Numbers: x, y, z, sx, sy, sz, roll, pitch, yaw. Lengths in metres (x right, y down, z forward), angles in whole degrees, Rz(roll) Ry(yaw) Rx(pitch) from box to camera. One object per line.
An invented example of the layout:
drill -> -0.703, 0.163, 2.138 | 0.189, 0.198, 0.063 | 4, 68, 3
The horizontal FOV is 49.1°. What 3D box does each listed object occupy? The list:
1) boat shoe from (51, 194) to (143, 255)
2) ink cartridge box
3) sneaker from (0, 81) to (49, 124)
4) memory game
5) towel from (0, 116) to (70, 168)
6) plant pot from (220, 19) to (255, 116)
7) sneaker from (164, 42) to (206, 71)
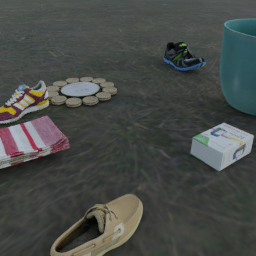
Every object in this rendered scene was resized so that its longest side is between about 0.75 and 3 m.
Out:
boat shoe -> -0.376, 1.491, 4.251 | 0.635, 0.575, 1.783 | 21, 36, 32
ink cartridge box -> 2.108, 0.383, 6.284 | 1.134, 0.496, 0.824 | -19, 34, -32
sneaker -> -3.121, -0.786, 7.982 | 0.697, 0.838, 1.859 | 19, 35, 30
memory game -> -1.627, -1.268, 9.528 | 2.472, 0.157, 2.472 | -1, 30, 0
towel -> -2.847, 0.355, 6.337 | 2.614, 0.297, 1.883 | -17, 27, -26
plant pot -> 3.978, -1.700, 8.084 | 2.820, 2.263, 2.820 | 2, 33, -1
sneaker -> 2.279, -3.062, 11.804 | 0.866, 1.012, 2.442 | -15, 33, -21
